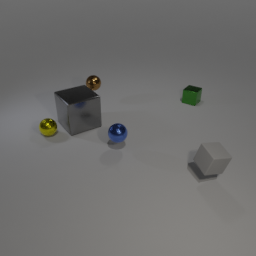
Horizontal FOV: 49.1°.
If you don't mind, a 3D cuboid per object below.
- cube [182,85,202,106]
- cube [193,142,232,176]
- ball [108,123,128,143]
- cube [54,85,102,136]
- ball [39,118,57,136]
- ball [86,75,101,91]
[{"bbox_3d":[3.063,-1.565,13.421,0.700,0.700,0.700,19,36,29],"label":"cube"},{"bbox_3d":[2.527,0.917,8.415,0.700,0.700,0.700,-1,39,-24],"label":"cube"},{"bbox_3d":[-0.362,0.175,9.897,0.700,0.700,0.700,0,31,0],"label":"ball"},{"bbox_3d":[-2.026,-0.762,11.425,1.400,1.400,1.400,-19,36,-28],"label":"cube"},{"bbox_3d":[-3.118,-0.038,10.934,0.700,0.700,0.700,0,31,0],"label":"ball"},{"bbox_3d":[-1.566,-2.045,12.702,0.700,0.700,0.700,0,31,0],"label":"ball"}]
